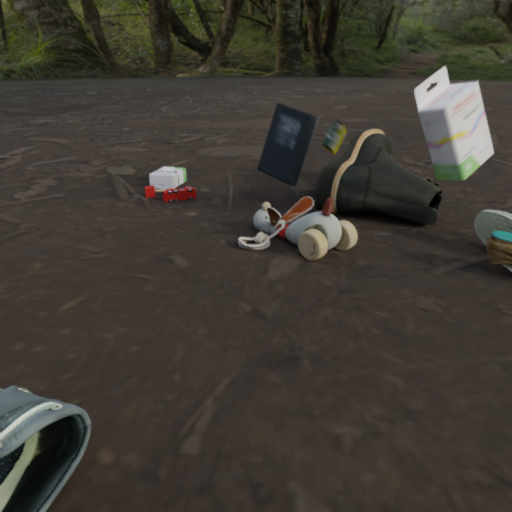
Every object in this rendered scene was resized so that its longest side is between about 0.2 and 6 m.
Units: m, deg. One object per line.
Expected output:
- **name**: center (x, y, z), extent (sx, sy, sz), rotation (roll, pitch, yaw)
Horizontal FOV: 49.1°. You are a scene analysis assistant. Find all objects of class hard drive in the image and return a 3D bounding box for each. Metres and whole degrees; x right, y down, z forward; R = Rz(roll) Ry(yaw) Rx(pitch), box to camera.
- **hard drive**: center (0.594, -2.192, 11.039), extent (0.969, 1.388, 0.228), rotation (31, 22, 35)

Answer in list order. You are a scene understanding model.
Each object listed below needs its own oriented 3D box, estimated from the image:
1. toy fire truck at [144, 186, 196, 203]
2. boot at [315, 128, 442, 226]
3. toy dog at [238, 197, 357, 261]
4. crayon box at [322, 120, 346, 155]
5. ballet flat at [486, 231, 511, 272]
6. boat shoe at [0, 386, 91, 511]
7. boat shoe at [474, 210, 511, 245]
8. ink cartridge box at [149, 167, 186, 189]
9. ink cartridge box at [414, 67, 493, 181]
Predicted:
- **toy fire truck**: center (-1.922, -1.411, 12.541), extent (1.015, 0.247, 0.716), rotation (-10, 24, -24)
- **boot**: center (2.995, -1.620, 12.009), extent (2.403, 1.346, 3.475), rotation (15, 39, 23)
- **toy dog**: center (0.727, -0.645, 9.637), extent (2.041, 0.983, 1.346), rotation (10, 24, 24)
- **crayon box**: center (1.414, -2.115, 10.077), extent (0.190, 0.475, 0.749), rotation (30, 6, 13)
- **ballet flat**: center (4.295, 0.109, 8.222), extent (1.782, 0.645, 0.604), rotation (12, 25, 26)
- **boat shoe**: center (-2.022, 1.788, 3.418), extent (0.961, 1.132, 3.109), rotation (-1, 16, 9)
- **boat shoe**: center (4.449, -0.241, 9.088), extent (0.595, 0.713, 1.912), rotation (-11, 29, -38)
- **ink cartridge box**: center (-2.141, -1.893, 13.600), extent (0.613, 0.354, 0.839), rotation (6, 23, 15)
- **ink cartridge box**: center (3.189, -2.135, 8.995), extent (0.942, 1.608, 0.541), rotation (-39, 29, -24)
